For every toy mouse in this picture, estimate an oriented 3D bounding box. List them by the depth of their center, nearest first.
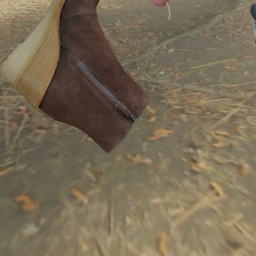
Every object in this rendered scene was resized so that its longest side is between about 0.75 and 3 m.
[{"bbox_3d":[0.755,-4.427,8.102,0.475,2.454,2.181,-28,50,-12],"label":"toy mouse"}]

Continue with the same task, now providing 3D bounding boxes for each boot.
[{"bbox_3d":[-0.518,-1.225,5.027,2.293,0.997,2.757,35,74,-12],"label":"boot"}]

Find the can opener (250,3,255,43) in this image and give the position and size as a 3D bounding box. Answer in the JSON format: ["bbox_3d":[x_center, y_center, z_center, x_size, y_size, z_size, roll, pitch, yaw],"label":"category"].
[{"bbox_3d":[3.879,-2.614,8.098,0.803,0.641,2.403,20,59,-24],"label":"can opener"}]
